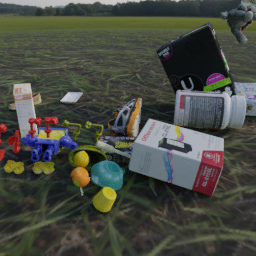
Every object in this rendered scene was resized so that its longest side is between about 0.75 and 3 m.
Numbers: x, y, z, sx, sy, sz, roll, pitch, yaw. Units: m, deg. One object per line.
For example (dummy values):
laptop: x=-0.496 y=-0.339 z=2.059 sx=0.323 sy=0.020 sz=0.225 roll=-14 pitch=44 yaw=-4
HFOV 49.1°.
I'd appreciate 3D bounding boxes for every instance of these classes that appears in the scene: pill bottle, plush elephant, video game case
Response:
pill bottle: x=2.783 y=-0.617 z=9.753 sx=2.273 sy=1.295 sz=1.295 roll=5 pitch=25 yaw=9
plush elephant: x=3.615 y=-3.384 z=8.588 sx=1.013 sy=1.078 sz=1.309 roll=-23 pitch=48 yaw=-7
video game case: x=5.261 y=-1.287 z=11.987 sx=2.590 sy=0.649 sz=2.857 roll=6 pitch=25 yaw=13

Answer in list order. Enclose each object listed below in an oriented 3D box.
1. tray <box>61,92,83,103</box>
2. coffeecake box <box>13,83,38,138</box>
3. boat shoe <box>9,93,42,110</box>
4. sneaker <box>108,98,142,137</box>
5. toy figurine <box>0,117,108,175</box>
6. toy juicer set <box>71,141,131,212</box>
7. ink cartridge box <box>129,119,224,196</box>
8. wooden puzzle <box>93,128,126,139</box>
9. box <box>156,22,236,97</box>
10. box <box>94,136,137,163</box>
tray: x=-2.549 y=-1.370 z=12.799 sx=0.712 sy=0.147 sz=1.326 roll=1 pitch=25 yaw=5
coffeecake box: x=-3.455 y=-0.615 z=9.458 sx=0.556 sy=1.522 sz=1.168 roll=-8 pitch=26 yaw=-17
boat shoe: x=-4.383 y=-1.141 z=11.885 sx=0.529 sy=0.479 sz=1.486 roll=17 pitch=30 yaw=33
sneaker: x=-0.029 y=-0.461 z=9.737 sx=0.938 sy=0.950 sz=2.429 roll=3 pitch=22 yaw=8
toy figurine: x=-1.975 y=0.212 z=7.825 sx=2.905 sy=1.532 sz=1.740 roll=1 pitch=19 yaw=-1
toy juicer set: x=-0.672 y=1.000 z=6.753 sx=1.329 sy=0.568 sz=2.089 roll=33 pitch=28 yaw=1
ink cartridge box: x=1.245 y=0.656 z=7.100 sx=2.090 sy=0.866 sz=1.523 roll=16 pitch=28 yaw=12
wooden puzzle: x=-0.526 y=0.207 z=9.384 sx=1.337 sy=0.094 sz=0.793 roll=-5 pitch=25 yaw=-12
box: x=2.707 y=-2.283 z=10.874 sx=2.095 sy=2.820 sz=1.753 roll=-20 pitch=15 yaw=25
box: x=-0.290 y=0.614 z=8.223 sx=1.392 sy=0.308 sz=1.115 roll=1 pitch=24 yaw=2
